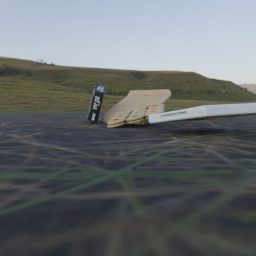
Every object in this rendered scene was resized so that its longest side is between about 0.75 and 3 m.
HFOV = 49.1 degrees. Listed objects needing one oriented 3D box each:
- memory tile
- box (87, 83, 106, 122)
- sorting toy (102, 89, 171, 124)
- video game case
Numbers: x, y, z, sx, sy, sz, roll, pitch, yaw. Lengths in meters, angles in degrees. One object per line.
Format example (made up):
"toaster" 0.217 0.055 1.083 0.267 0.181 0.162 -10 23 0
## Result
"memory tile" 0.324 -0.463 8.723 1.706 0.187 2.225 -12 10 10
"box" -1.211 -0.913 10.435 0.368 1.354 1.690 14 0 -10
"sorting toy" 0.358 -0.776 10.558 2.003 0.395 2.164 3 36 35
"video game case" 1.819 -0.317 6.279 2.061 0.237 1.878 -5 -1 -28
